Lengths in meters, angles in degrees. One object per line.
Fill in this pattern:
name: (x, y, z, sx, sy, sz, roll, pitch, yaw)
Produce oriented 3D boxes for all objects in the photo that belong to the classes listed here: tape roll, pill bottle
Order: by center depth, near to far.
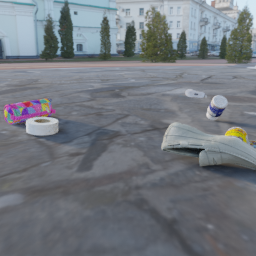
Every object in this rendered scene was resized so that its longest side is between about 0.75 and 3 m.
pill bottle: (2.283, 0.275, 5.967, 0.473, 0.473, 0.866, 8, 22, 25)
tape roll: (-2.315, -0.057, 7.595, 0.849, 0.297, 0.849, 4, 15, -1)
pill bottle: (2.713, -0.598, 8.613, 0.458, 0.792, 0.458, 2, 59, -3)

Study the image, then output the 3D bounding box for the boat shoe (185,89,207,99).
boat shoe: (2.542, -1.237, 10.489, 0.852, 0.313, 0.278, 26, 7, 42)

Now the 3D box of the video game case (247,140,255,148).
video game case: (2.981, 0.528, 5.693, 0.993, 0.114, 0.904, 6, 25, 16)

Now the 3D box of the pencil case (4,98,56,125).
pencil case: (-3.082, -0.542, 8.806, 0.671, 0.671, 1.518, 13, 21, 38)

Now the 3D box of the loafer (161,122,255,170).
loafer: (1.572, 0.464, 5.392, 1.921, 0.670, 0.672, 16, -22, 30)
